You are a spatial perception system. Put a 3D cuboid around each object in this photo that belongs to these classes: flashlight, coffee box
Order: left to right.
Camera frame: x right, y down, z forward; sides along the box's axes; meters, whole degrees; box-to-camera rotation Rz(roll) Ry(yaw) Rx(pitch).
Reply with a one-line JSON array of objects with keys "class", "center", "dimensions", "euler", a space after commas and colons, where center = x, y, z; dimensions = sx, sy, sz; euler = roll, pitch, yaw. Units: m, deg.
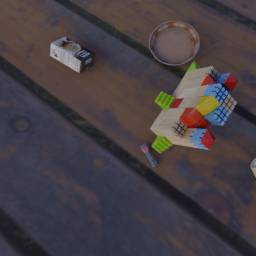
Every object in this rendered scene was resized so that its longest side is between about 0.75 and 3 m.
[{"class": "coffee box", "center": [-1.871, -2.484, 9.496], "dimensions": [1.322, 0.528, 0.747], "euler": [31, 45, 13]}, {"class": "flashlight", "center": [0.641, 0.812, 8.250], "dimensions": [0.257, 0.258, 0.759], "euler": [-23, 71, -27]}]

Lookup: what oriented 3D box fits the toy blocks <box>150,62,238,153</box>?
[{"class": "toy blocks", "center": [1.922, -0.600, 7.579], "dimensions": [1.457, 1.993, 2.916], "euler": [40, 75, -23]}]

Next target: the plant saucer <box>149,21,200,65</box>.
[{"class": "plant saucer", "center": [1.580, -2.863, 9.599], "dimensions": [1.683, 0.290, 1.683], "euler": [-2, 75, 7]}]

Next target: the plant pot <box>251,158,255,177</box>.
[{"class": "plant pot", "center": [3.815, 1.224, 7.505], "dimensions": [0.987, 0.924, 0.924], "euler": [42, 70, -4]}]
